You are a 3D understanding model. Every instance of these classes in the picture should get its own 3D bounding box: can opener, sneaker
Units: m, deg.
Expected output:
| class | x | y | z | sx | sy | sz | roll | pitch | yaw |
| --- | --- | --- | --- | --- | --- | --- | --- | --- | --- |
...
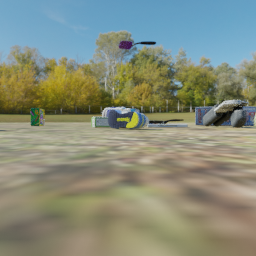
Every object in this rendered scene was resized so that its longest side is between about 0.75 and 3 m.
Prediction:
| class | x | y | z | sx | sy | sz | roll | pitch | yaw |
| --- | --- | --- | --- | --- | --- | --- | --- | --- | --- |
| can opener | 3.240 | -0.306 | 9.547 | 0.767 | 0.961 | 2.875 | 0 | -12 | 0 |
| sneaker | -0.030 | -0.206 | 7.450 | 0.581 | 0.522 | 1.413 | 3 | 6 | -39 |

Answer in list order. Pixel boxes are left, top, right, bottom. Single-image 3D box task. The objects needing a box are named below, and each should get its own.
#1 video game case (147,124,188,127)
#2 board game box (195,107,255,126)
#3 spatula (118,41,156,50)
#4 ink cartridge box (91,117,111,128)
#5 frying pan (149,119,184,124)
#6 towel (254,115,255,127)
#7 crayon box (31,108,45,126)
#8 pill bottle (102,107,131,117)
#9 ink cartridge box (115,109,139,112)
| class | x | y | z | sx | sy | sz | roll | pitch | yaw |
| --- | --- | --- | --- | --- | --- | --- | --- | --- | --- |
| video game case | 1.357 | -0.082 | 9.709 | 1.322 | 0.119 | 0.947 | 0 | 2 | 6 |
| board game box | 4.352 | -0.549 | 13.347 | 2.820 | 0.870 | 2.821 | 1 | 1 | -5 |
| spatula | 0.438 | -3.581 | 11.933 | 1.700 | 0.175 | 0.480 | -11 | -25 | -20 |
| ink cartridge box | -0.575 | -0.188 | 9.182 | 1.173 | 0.348 | 0.609 | 0 | 1 | -18 |
| frying pan | 1.467 | -0.280 | 13.461 | 2.165 | 0.352 | 1.310 | 2 | 2 | -3 |
| towel | 3.638 | -0.530 | 6.014 | 1.539 | 0.378 | 2.074 | 2 | 30 | 38 |
| crayon box | -4.053 | -0.483 | 12.609 | 0.381 | 0.778 | 1.309 | 0 | 1 | -7 |
| pill bottle | -0.685 | -0.884 | 20.036 | 2.119 | 1.226 | 1.226 | 1 | 2 | 35 |
| ink cartridge box | -0.065 | -0.447 | 12.118 | 0.991 | 0.730 | 0.717 | 0 | 1 | 15 |
